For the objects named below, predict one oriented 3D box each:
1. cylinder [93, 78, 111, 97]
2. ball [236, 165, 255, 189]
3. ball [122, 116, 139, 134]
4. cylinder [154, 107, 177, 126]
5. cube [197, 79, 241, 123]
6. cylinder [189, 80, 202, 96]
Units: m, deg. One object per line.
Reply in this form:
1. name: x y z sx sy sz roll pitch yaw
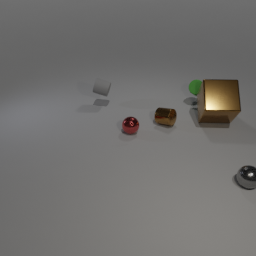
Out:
1. cylinder: -1.208 -1.889 12.998 0.700 0.700 0.700 17 31 -2
2. ball: 3.652 1.475 8.458 0.700 0.700 0.700 0 30 0
3. ball: 0.106 -0.111 11.191 0.700 0.700 0.700 0 30 0
4. cylinder: 1.578 -0.487 11.742 0.700 0.700 0.700 10 30 36
5. cube: 3.711 -1.081 11.622 1.400 1.400 1.400 1 72 3
6. cylinder: 3.285 -1.885 13.244 0.700 0.700 0.700 15 5 25
